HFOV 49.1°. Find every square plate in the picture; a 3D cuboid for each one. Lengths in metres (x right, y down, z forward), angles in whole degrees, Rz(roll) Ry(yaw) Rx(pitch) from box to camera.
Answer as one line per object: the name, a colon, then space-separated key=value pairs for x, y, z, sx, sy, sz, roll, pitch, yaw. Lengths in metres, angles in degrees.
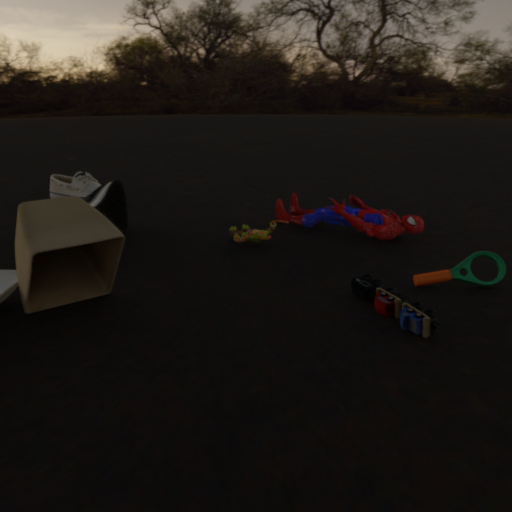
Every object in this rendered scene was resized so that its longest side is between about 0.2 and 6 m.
square plate: x=-4.932 y=0.831 z=7.320 sx=2.983 sy=0.424 sz=2.955 roll=0 pitch=17 yaw=-2

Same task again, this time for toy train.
toy train: x=1.906 y=0.671 z=7.983 sx=0.433 sy=0.323 sz=1.892 roll=-10 pitch=20 yaw=-19

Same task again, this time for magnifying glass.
magnifying glass: x=3.283 y=0.281 z=9.045 sx=1.477 sy=0.588 sz=0.165 roll=-10 pitch=-22 yaw=0

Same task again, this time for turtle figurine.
turtle figurine: x=-0.022 y=-0.442 z=11.277 sx=1.248 sy=0.402 sz=1.006 roll=-25 pitch=20 yaw=-30

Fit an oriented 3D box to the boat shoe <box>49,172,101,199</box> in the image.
boat shoe: x=-4.669 y=-1.860 z=15.050 sx=2.225 sy=0.777 sz=0.789 roll=10 pitch=20 yaw=28

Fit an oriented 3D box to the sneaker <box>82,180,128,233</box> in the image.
sneaker: x=-3.548 y=-0.817 z=11.310 sx=1.353 sy=1.170 sz=3.091 roll=-2 pitch=18 yaw=4

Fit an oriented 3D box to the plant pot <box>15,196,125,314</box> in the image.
plant pot: x=-2.854 y=-0.137 z=8.178 sx=1.314 sy=1.313 sz=1.164 roll=-13 pitch=55 yaw=-36

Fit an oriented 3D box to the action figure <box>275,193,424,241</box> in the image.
action figure: x=2.010 y=-0.880 z=12.138 sx=3.273 sy=0.846 sz=1.071 roll=14 pitch=20 yaw=31
